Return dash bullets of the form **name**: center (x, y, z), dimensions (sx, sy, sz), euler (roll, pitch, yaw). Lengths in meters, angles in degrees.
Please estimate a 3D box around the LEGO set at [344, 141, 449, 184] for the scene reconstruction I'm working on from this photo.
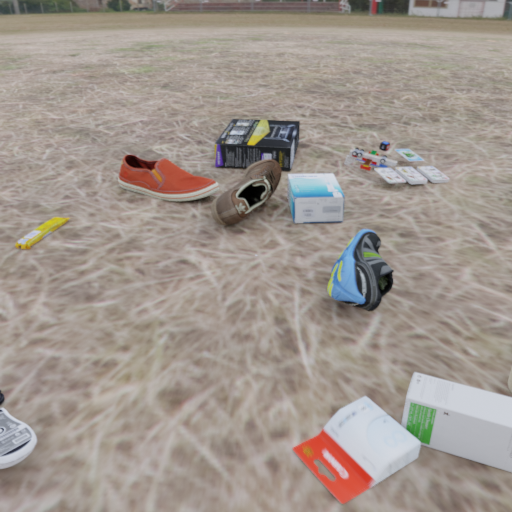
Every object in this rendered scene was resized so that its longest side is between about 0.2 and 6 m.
- **LEGO set**: center (3.918, -2.574, 16.186), dimensions (2.012, 0.661, 2.693), euler (-6, 36, -21)

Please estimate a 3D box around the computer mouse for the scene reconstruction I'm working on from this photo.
- **computer mouse**: center (-3.441, 2.294, 7.198), dimensions (1.788, 0.392, 0.980), euler (18, 28, 40)

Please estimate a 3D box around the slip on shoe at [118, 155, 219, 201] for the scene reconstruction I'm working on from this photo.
- **slip on shoe**: center (-2.339, -2.045, 14.573), dimensions (2.925, 0.895, 1.083), euler (14, 30, 21)

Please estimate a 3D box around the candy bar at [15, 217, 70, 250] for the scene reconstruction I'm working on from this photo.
- **candy bar**: center (-4.776, -0.558, 12.583), dimensions (0.405, 0.180, 1.624), euler (5, 29, 17)

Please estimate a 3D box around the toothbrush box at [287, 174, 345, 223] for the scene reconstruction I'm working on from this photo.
- **toothbrush box**: center (1.414, -1.429, 13.631), dimensions (1.190, 0.693, 1.626), euler (-2, 29, -3)

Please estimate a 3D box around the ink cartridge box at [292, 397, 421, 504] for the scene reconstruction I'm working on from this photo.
- **ink cartridge box**: center (1.246, 2.386, 7.049), dimensions (1.267, 0.299, 1.014), euler (-18, 33, -28)

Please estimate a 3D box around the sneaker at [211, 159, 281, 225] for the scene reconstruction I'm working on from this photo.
- **sneaker**: center (0.076, -1.564, 13.389), dimensions (1.036, 0.966, 2.742), euler (-11, 27, 42)

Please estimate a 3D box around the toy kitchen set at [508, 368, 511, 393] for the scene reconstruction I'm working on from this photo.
- **toy kitchen set**: center (4.727, 1.582, 7.668), dimensions (1.550, 1.140, 1.934), euler (-19, 34, -31)

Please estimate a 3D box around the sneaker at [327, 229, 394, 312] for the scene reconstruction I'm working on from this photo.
- **sneaker**: center (2.026, 0.305, 10.485), dimensions (1.067, 0.913, 2.575), euler (32, 28, 1)

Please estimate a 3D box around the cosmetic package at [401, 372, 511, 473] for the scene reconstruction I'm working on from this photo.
- **cosmetic package**: center (2.624, 2.094, 7.145), dimensions (1.402, 0.754, 0.595), euler (11, 30, 22)

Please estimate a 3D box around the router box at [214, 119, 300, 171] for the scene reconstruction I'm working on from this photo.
- **router box**: center (0.107, -3.492, 17.334), dimensions (2.271, 0.754, 2.889), euler (5, 29, 8)
